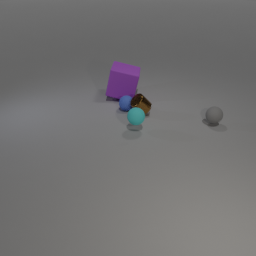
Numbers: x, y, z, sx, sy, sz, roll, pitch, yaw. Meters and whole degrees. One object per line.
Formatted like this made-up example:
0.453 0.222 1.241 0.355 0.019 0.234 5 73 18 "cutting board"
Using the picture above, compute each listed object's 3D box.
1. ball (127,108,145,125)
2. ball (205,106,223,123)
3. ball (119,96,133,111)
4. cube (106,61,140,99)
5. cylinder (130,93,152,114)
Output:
0.320 -0.456 11.029 0.700 0.700 0.700 0 28 0 "ball"
3.554 -0.540 11.536 0.700 0.700 0.700 0 28 0 "ball"
-0.069 -1.144 12.908 0.700 0.700 0.700 0 28 0 "ball"
-0.233 -2.340 14.011 1.400 1.400 1.400 13 30 -3 "cube"
0.574 -1.051 12.350 0.700 0.700 0.700 -28 42 29 "cylinder"
